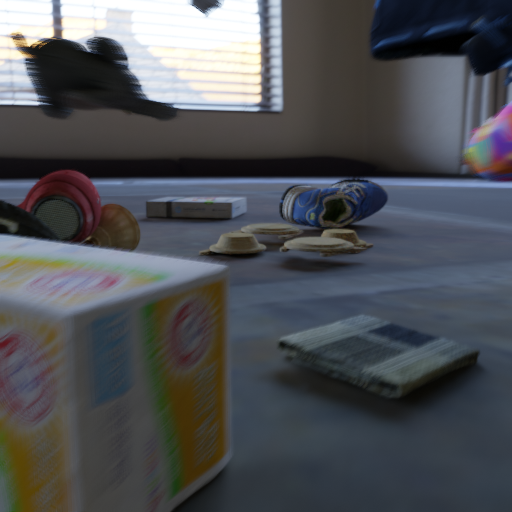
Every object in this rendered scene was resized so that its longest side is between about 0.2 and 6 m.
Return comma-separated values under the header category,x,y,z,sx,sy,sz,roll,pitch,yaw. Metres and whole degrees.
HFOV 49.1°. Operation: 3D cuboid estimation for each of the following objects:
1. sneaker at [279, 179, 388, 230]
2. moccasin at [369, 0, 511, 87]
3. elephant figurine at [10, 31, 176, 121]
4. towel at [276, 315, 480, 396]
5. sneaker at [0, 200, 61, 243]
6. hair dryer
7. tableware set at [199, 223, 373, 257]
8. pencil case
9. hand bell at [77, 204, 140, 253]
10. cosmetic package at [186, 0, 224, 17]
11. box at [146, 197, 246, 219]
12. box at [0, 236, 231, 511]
category,x,y,z,sx,sy,sz,roll,pitch,yaw
sneaker,1.947,-1.043,12.478,2.955,1.119,1.138,-13,28,-34
moccasin,2.534,-2.355,6.115,2.688,0.917,1.082,18,-1,38
elephant figurine,-2.589,-2.931,9.282,2.088,1.478,1.620,14,33,17
towel,0.901,0.736,4.207,1.176,0.203,1.132,-6,14,-43
sneaker,-3.244,0.108,5.371,2.821,1.085,1.250,-4,-13,-8
hair dryer,-3.532,-0.585,7.801,2.814,1.004,3.694,7,23,28
tableware set,0.591,-0.239,9.420,2.803,0.325,2.342,6,12,29
pencil case,3.945,-1.915,7.905,1.104,1.104,2.497,-2,-14,-10
hand bell,-2.479,-0.135,8.176,0.852,0.852,1.635,4,22,20
cosmetic package,-0.770,-4.109,8.682,0.436,0.521,0.433,-14,-25,43
box,-1.595,-1.332,15.344,2.341,0.482,1.825,3,10,11
box,-1.123,0.510,2.799,1.863,1.048,0.944,7,13,32
